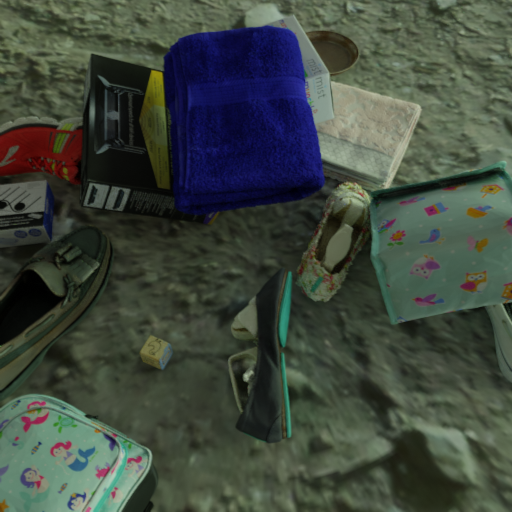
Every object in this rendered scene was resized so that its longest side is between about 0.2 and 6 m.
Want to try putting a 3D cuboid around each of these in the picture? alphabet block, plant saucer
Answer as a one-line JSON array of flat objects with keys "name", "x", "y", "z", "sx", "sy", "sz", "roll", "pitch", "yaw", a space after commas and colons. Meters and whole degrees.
[{"name": "alphabet block", "x": -1.607, "y": 1.564, "z": 9.033, "sx": 0.372, "sy": 0.365, "sz": 0.363, "roll": 20, "pitch": 56, "yaw": 13}, {"name": "plant saucer", "x": 1.613, "y": -4.833, "z": 13.491, "sx": 1.699, "sy": 0.273, "sz": 1.699, "roll": 0, "pitch": 56, "yaw": 0}]

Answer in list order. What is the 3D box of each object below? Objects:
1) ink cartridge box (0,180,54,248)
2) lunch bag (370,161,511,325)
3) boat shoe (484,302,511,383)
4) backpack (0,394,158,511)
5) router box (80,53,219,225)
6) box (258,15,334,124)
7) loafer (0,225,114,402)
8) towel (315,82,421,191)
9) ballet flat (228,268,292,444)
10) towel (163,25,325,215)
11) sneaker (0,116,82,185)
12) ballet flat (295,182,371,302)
[{"name": "ink cartridge box", "x": -5.124, "y": -0.703, "z": 10.477, "sx": 2.468, "sy": 0.546, "sz": 1.160, "roll": -8, "pitch": 55, "yaw": -5}, {"name": "lunch bag", "x": 3.144, "y": -0.462, "z": 9.291, "sx": 2.401, "sy": 1.718, "sz": 2.818, "roll": -12, "pitch": 32, "yaw": 19}, {"name": "boat shoe", "x": 4.329, "y": 0.676, "z": 9.282, "sx": 1.044, "sy": 0.948, "sz": 2.839, "roll": -3, "pitch": 56, "yaw": -2}, {"name": "backpack", "x": -2.751, "y": 2.970, "z": 7.321, "sx": 2.352, "sy": 1.770, "sz": 2.088, "roll": 22, "pitch": 58, "yaw": 21}, {"name": "router box", "x": -2.002, "y": -2.237, "z": 10.703, "sx": 2.487, "sy": 0.826, "sz": 3.163, "roll": 7, "pitch": 56, "yaw": -24}, {"name": "box", "x": 0.221, "y": -3.675, "z": 11.809, "sx": 2.183, "sy": 1.196, "sz": 2.474, "roll": -18, "pitch": 50, "yaw": 1}, {"name": "loafer", "x": -3.536, "y": 0.734, "z": 9.145, "sx": 1.265, "sy": 1.107, "sz": 3.521, "roll": 21, "pitch": 58, "yaw": 14}, {"name": "towel", "x": 1.864, "y": -2.700, "z": 11.925, "sx": 2.749, "sy": 0.443, "sz": 2.626, "roll": 20, "pitch": 58, "yaw": 12}, {"name": "ballet flat", "x": 0.066, "y": 1.432, "z": 8.764, "sx": 1.054, "sy": 1.054, "sz": 2.887, "roll": 2, "pitch": 58, "yaw": 1}, {"name": "towel", "x": -0.316, "y": -2.540, "z": 9.894, "sx": 2.631, "sy": 0.883, "sz": 3.563, "roll": -9, "pitch": 66, "yaw": 3}, {"name": "sneaker", "x": -3.852, "y": -1.966, "z": 10.995, "sx": 3.065, "sy": 1.180, "sz": 1.301, "roll": -12, "pitch": 62, "yaw": -10}, {"name": "ballet flat", "x": 1.572, "y": -0.414, "z": 10.020, "sx": 1.068, "sy": 0.903, "sz": 2.825, "roll": 25, "pitch": 57, "yaw": -2}]
